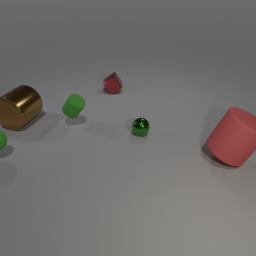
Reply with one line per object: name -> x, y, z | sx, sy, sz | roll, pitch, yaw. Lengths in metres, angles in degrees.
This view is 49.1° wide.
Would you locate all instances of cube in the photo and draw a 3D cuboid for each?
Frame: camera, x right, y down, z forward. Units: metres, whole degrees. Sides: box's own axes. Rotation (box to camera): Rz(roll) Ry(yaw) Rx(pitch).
cube -> -0.749, -2.233, 13.946 | 0.700, 0.700, 0.700 | -30, 27, 18

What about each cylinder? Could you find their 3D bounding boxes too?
cylinder -> -4.408, -0.838, 11.269 | 1.400, 1.400, 1.400 | 10, 33, 16
cylinder -> 3.501, 0.276, 9.035 | 1.400, 1.400, 1.400 | 20, 32, -13
cylinder -> -2.122, -0.854, 10.947 | 0.700, 0.700, 0.700 | 23, 44, -23

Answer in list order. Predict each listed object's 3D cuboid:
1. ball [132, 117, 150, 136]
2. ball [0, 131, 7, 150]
ball -> 0.492, -0.053, 10.684 | 0.700, 0.700, 0.700 | 0, 32, 0
ball -> -4.352, 0.409, 9.229 | 0.700, 0.700, 0.700 | 0, 32, 0
